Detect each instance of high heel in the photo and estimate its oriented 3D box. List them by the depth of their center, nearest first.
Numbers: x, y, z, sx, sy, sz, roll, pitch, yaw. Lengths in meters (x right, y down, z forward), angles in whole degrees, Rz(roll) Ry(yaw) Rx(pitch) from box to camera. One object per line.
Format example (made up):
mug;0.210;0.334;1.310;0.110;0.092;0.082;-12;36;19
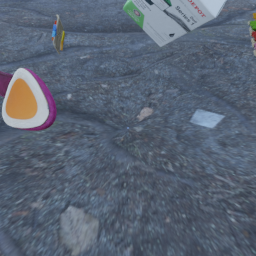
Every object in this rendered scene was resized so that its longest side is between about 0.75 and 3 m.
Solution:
high heel;-1.567;-0.425;4.830;2.600;0.876;1.247;19;-2;45

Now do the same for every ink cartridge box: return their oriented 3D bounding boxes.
ink cartridge box;1.464;-4.143;9.133;1.193;2.068;2.830;-59;22;-19

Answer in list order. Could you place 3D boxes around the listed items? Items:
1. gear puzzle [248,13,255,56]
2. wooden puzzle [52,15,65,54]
gear puzzle;3.127;-2.056;6.238;0.921;0.233;1.778;21;52;-14
wooden puzzle;-2.335;-3.067;9.279;0.194;1.660;1.120;6;81;-5
